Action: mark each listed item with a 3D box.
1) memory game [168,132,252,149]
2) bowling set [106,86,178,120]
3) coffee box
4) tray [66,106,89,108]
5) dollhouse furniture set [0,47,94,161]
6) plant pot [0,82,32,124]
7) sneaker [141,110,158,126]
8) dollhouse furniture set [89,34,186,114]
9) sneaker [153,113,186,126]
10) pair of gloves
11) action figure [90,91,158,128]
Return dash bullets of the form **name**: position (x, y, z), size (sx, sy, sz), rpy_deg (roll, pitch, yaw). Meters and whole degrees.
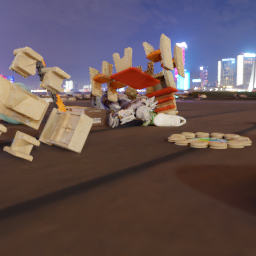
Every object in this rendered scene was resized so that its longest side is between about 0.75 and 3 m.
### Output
- **memory game**: position (1.817, 0.253, 6.341), size (1.834, 0.117, 1.834), rpy_deg (0, 7, 0)
- **bowling set**: position (0.479, -1.228, 10.871), size (2.786, 1.939, 1.496), rpy_deg (-3, -6, 5)
- **coffee box**: position (-1.568, -0.416, 9.914), size (0.870, 0.606, 1.521), rpy_deg (-5, 9, -38)
- **tray**: position (-2.850, -0.895, 14.783), size (1.205, 0.452, 2.442), rpy_deg (-5, 9, -32)
- **dollhouse furniture set**: position (-1.664, -0.257, 4.975), size (1.119, 1.580, 1.720), rpy_deg (9, -17, 46)
- **plant pot**: position (-3.924, -0.754, 10.141), size (1.017, 1.518, 1.518), rpy_deg (33, 20, 21)
- **sneaker**: position (0.921, -0.341, 9.789), size (0.695, 0.603, 1.569), rpy_deg (13, 14, 18)
- **dollhouse furniture set**: position (0.554, -1.360, 8.646), size (2.649, 1.365, 2.620), rpy_deg (-15, -16, 34)
- **sneaker**: position (1.407, -0.268, 9.428), size (1.158, 0.434, 0.577), rpy_deg (-3, 7, -25)
- **pair of gloves**: position (-2.432, -1.259, 8.968), size (0.277, 2.240, 1.996), rpy_deg (-22, 32, -5)
- **action figure**: position (-0.139, -0.696, 9.484), size (1.734, 0.925, 2.666), rpy_deg (-18, 29, -35)
